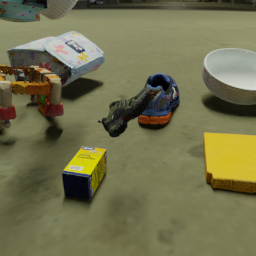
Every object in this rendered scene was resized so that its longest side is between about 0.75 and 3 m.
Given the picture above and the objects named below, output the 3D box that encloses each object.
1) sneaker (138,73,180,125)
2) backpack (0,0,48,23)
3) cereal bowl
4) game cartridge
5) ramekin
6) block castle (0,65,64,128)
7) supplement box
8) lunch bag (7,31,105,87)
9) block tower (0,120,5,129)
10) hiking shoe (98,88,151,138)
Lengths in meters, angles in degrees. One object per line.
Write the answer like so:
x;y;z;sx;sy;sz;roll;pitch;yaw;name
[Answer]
0.983;-1.082;8.047;1.061;1.105;2.817;6;28;10;sneaker
-1.799;-2.005;4.303;0.805;0.702;0.915;20;14;37;backpack
3.417;-1.489;8.689;2.360;0.983;2.360;2;43;-2;cereal bowl
2.542;0.667;5.554;1.991;0.323;1.755;3;27;12;game cartridge
-1.545;-2.972;6.034;0.683;1.302;1.302;34;2;-40;ramekin
-2.791;-0.897;7.412;1.638;1.150;2.451;-6;24;-32;block castle
-0.754;0.782;5.065;0.498;0.495;0.909;7;28;13;supplement box
-2.415;-2.431;9.966;2.666;1.695;2.261;11;32;25;lunch bag
-4.456;-0.532;7.304;2.960;0.799;0.856;17;30;30;block tower
-0.062;-0.326;4.356;0.950;0.360;0.478;-46;66;-1;hiking shoe
